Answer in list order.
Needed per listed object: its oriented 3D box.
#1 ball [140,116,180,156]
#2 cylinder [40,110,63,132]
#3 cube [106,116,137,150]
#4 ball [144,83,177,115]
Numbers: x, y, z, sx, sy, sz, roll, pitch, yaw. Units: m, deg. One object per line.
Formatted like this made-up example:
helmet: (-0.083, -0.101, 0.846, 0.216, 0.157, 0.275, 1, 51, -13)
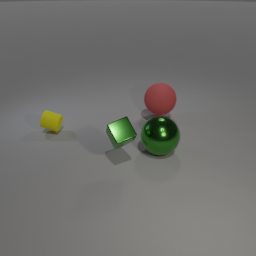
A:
ball: (1.140, 0.272, 9.904, 1.400, 1.400, 1.400, 0, 28, 0)
cylinder: (-3.086, -0.280, 11.325, 0.700, 0.700, 0.700, 17, 29, 0)
cube: (-0.225, 0.165, 8.871, 0.700, 0.700, 0.700, -24, 77, -16)
ball: (1.403, -1.260, 12.190, 1.400, 1.400, 1.400, 0, 28, 0)
